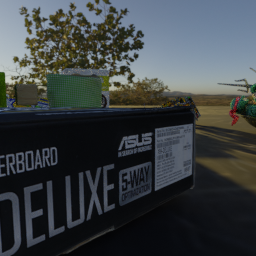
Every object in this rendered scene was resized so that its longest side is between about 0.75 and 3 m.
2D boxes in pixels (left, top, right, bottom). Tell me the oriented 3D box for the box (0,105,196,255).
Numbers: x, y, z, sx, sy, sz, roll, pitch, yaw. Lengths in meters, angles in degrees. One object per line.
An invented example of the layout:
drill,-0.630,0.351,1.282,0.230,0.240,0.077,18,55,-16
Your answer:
box,-1.175,0.231,1.896,2.250,0.710,2.854,4,7,39

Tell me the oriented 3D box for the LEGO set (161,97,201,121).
LEGO set,1.771,-0.437,9.668,1.251,0.943,1.627,-30,-12,25

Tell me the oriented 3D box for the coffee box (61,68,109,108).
coffee box,-2.713,-2.202,17.280,2.628,2.602,2.632,-2,6,-19

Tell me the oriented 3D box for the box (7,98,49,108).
box,-2.988,-0.314,6.891,2.038,0.714,0.655,-4,-17,-40

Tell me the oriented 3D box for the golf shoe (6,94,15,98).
golf shoe,-3.911,-0.506,7.936,0.885,1.075,2.276,4,8,27

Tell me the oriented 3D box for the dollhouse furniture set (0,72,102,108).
dollhouse furniture set,-1.065,-0.252,4.300,1.880,1.232,0.943,-4,5,-30

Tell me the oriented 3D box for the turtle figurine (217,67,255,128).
turtle figurine,3.676,-0.569,7.021,2.770,1.394,2.073,19,28,25
